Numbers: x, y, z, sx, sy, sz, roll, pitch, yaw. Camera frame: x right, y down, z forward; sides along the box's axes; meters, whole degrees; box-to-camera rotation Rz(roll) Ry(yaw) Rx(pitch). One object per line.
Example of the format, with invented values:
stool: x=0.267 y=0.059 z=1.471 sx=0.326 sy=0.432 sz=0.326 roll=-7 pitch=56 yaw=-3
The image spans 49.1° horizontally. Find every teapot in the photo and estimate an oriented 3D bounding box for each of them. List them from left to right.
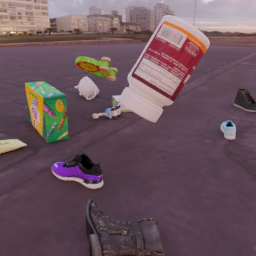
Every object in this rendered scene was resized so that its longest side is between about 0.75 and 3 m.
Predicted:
teapot: x=-2.162 y=-2.016 z=14.688 sx=0.895 sy=1.209 sz=1.225 roll=-43 pitch=5 yaw=-9

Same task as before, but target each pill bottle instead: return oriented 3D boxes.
pill bottle: x=0.782 y=-1.312 z=6.523 sx=1.253 sy=2.194 sz=1.253 roll=31 pitch=10 yaw=-6

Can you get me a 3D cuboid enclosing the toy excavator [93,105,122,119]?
toy excavator: x=-0.867 y=-0.598 z=11.691 sx=0.959 sy=0.479 sz=0.933 roll=-4 pitch=15 yaw=27

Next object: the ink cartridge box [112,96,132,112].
ink cartridge box: x=0.272 y=-1.159 z=12.871 sx=1.872 sy=0.555 sz=0.972 roll=-6 pitch=22 yaw=-14

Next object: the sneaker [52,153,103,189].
sneaker: x=-1.279 y=0.953 z=7.075 sx=1.518 sy=0.755 sz=0.528 roll=11 pitch=24 yaw=24

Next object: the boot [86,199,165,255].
boot: x=-0.097 y=1.856 z=5.181 sx=1.303 sy=0.518 sz=1.496 roll=-4 pitch=30 yaw=-14

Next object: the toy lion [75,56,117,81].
toy lion: x=-1.400 y=-2.584 z=11.960 sx=1.560 sy=0.559 sz=1.627 roll=8 pitch=-10 yaw=16

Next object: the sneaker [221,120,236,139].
sneaker: x=3.641 y=-0.061 z=10.043 sx=0.480 sy=0.533 sz=1.300 roll=3 pitch=21 yaw=6

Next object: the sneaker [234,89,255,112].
sneaker: x=5.502 y=-1.258 z=12.726 sx=0.595 sy=0.846 sz=1.592 roll=-12 pitch=24 yaw=-28

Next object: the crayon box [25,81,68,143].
crayon box: x=-2.999 y=-0.685 z=10.196 sx=0.776 sy=1.582 sz=2.664 roll=-11 pitch=23 yaw=-29

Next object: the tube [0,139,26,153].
tube: x=-4.136 y=0.611 z=8.440 sx=1.921 sy=0.499 sz=0.557 roll=-12 pitch=62 yaw=-41
